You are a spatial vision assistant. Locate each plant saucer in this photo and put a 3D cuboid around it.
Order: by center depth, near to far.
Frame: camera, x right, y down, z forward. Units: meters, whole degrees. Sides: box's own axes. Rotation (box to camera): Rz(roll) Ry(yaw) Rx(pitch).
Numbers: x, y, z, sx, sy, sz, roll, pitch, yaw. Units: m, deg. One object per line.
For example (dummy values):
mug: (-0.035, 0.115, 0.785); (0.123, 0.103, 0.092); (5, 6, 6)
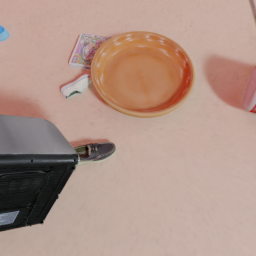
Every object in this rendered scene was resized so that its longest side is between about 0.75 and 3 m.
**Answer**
plant saucer: (0.390, -1.431, 7.534); (2.749, 0.515, 2.749); (1, 64, -3)

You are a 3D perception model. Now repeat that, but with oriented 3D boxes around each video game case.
video game case: (-0.690, -2.199, 8.282); (1.812, 0.163, 1.298); (10, 60, 5)

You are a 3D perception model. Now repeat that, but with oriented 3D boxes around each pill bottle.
pill bottle: (4.221, -0.744, 6.690); (2.472, 1.432, 1.432); (19, 61, 11)

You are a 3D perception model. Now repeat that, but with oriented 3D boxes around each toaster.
toaster: (-2.187, 0.852, 4.742); (2.083, 1.883, 1.236); (4, 36, -46)

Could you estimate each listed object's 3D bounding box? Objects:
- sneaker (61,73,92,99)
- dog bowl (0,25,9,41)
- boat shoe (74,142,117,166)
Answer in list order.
sneaker: (-1.285, -1.104, 7.561); (1.028, 0.375, 0.364); (-31, 73, -7)
dog bowl: (-4.133, -3.045, 8.747); (0.896, 0.222, 0.499); (33, 65, 19)
boat shoe: (-0.870, 0.566, 6.514); (1.231, 0.399, 0.443); (-11, 60, -7)
